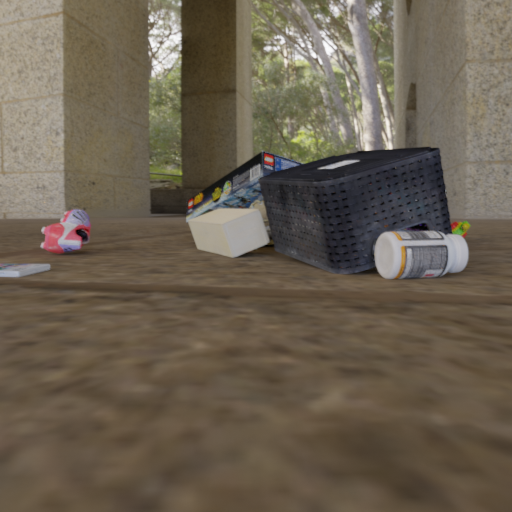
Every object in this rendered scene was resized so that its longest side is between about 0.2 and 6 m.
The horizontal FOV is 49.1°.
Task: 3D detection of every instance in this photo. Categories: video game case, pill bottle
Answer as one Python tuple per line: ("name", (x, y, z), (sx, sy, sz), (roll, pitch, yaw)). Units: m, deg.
("video game case", (-3.736, 0.216, 8.500), (0.831, 0.108, 0.913), (0, 6, 8))
("pill bottle", (2.332, -0.018, 7.921), (1.160, 0.675, 0.675), (-1, 5, -14))

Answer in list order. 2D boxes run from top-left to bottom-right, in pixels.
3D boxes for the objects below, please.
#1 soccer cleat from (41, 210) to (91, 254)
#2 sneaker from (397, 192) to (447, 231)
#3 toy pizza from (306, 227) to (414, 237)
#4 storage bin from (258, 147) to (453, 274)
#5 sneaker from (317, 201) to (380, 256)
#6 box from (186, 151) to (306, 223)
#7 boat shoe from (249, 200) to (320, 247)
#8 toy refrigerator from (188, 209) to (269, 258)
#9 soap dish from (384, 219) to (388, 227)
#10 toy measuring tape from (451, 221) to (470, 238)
("soccer cleat", (-3.971, -0.513, 12.344), (0.870, 0.759, 2.275), (9, 13, -2))
("sneaker", (4.221, -1.002, 14.099), (1.298, 1.343, 3.220), (-8, 6, 21))
("toy pizza", (2.520, -0.363, 12.528), (2.955, 0.468, 2.955), (3, 5, 0))
("storage bin", (1.581, -0.904, 9.733), (2.148, 1.490, 3.177), (-18, 14, -16))
("sneaker", (1.921, -0.455, 9.859), (0.983, 1.078, 2.630), (3, -2, 29))
("box", (0.154, -1.519, 15.343), (2.668, 0.777, 3.897), (12, -19, -33))
("boat shoe", (0.179, -0.827, 14.064), (3.402, 1.164, 1.271), (-1, 4, -10))
("toy refrigerator", (-0.636, -0.503, 12.029), (0.875, 0.806, 2.304), (-23, 13, -21))
("soap dish", (3.174, -0.707, 14.341), (0.826, 0.650, 0.335), (34, 36, 22))
("toy measuring tape", (5.928, -0.677, 16.999), (0.567, 0.567, 1.541), (-1, -11, -15))
